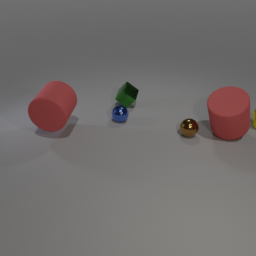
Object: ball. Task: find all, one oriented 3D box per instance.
[{"bbox_3d":[-0.319,-0.591,11.458,0.700,0.700,0.700,0,30,0],"label":"ball"},{"bbox_3d":[2.280,-0.013,10.447,0.700,0.700,0.700,0,30,0],"label":"ball"}]

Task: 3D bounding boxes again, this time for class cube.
[{"bbox_3d":[-0.043,-1.495,12.560,0.700,0.700,0.700,33,49,-20],"label":"cube"}]

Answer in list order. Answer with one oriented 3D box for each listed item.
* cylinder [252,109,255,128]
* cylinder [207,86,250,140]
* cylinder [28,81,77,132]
[{"bbox_3d":[5.288,-0.358,11.055,0.700,0.700,0.700,8,31,14],"label":"cylinder"},{"bbox_3d":[3.626,-0.524,10.050,1.400,1.400,1.400,-12,49,14],"label":"cylinder"},{"bbox_3d":[-2.723,-0.816,10.271,1.400,1.400,1.400,4,35,7],"label":"cylinder"}]
